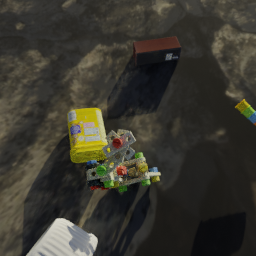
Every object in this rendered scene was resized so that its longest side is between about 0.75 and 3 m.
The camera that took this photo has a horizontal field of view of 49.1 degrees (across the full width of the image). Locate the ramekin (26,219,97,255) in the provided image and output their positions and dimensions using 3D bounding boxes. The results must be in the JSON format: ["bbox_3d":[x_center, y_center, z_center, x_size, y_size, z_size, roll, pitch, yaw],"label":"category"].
[{"bbox_3d":[-1.617,2.851,5.901,1.010,1.924,1.924,39,65,-2],"label":"ramekin"}]

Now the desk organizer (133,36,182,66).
[{"bbox_3d":[1.037,-2.823,10.225,1.660,0.595,0.639,-9,57,-5],"label":"desk organizer"}]

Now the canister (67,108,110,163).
[{"bbox_3d":[-1.207,0.183,8.337,1.132,0.660,1.524,-6,57,-13],"label":"canister"}]

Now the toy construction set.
[{"bbox_3d":[-0.146,1.002,7.027,1.581,2.411,1.111,-14,59,11],"label":"toy construction set"}]

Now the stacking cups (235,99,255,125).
[{"bbox_3d":[3.685,-0.317,8.133,1.177,0.356,0.356,44,67,7],"label":"stacking cups"}]
